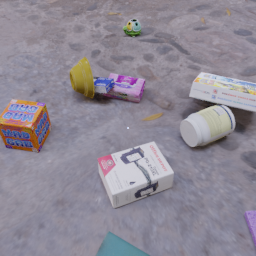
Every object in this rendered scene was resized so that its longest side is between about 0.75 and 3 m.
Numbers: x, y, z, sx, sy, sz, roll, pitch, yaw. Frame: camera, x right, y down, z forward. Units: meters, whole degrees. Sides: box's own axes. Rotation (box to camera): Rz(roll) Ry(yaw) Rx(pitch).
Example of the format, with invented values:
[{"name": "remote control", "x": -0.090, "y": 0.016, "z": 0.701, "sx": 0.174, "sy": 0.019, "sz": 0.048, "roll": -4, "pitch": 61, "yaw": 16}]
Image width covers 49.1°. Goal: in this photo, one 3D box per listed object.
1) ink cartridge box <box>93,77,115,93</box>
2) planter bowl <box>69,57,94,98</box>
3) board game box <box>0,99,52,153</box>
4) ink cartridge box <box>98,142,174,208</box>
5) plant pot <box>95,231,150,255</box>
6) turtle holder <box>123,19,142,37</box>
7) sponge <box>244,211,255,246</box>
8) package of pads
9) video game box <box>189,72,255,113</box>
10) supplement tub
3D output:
[{"name": "ink cartridge box", "x": -1.360, "y": -1.778, "z": 11.370, "sx": 1.499, "sy": 0.331, "sz": 0.705, "roll": 9, "pitch": 40, "yaw": 25}, {"name": "planter bowl", "x": -1.940, "y": -1.978, "z": 11.340, "sx": 0.708, "sy": 1.700, "sz": 1.700, "roll": -12, "pitch": 46, "yaw": -19}, {"name": "board game box", "x": -3.578, "y": -0.081, "z": 9.796, "sx": 1.252, "sy": 1.252, "sz": 1.253, "roll": 8, "pitch": 46, "yaw": 6}, {"name": "ink cartridge box", "x": 0.222, "y": 1.386, "z": 8.632, "sx": 1.964, "sy": 0.828, "sz": 1.421, "roll": -16, "pitch": 47, "yaw": -16}, {"name": "plant pot", "x": 0.207, "y": 3.659, "z": 5.867, "sx": 2.316, "sy": 1.637, "sz": 1.636, "roll": 21, "pitch": 49, "yaw": 11}, {"name": "turtle holder", "x": 0.214, "y": -5.638, "z": 15.682, "sx": 1.102, "sy": 0.783, "sz": 0.837, "roll": -6, "pitch": 46, "yaw": -6}, {"name": "sponge", "x": 3.798, "y": 2.962, "z": 7.486, "sx": 0.872, "sy": 0.233, "sz": 1.563, "roll": 0, "pitch": 45, "yaw": -1}, {"name": "package of pads", "x": -0.152, "y": -1.713, "z": 11.821, "sx": 1.655, "sy": 0.626, "sz": 0.997, "roll": 12, "pitch": 57, "yaw": 13}, {"name": "video game box", "x": 3.899, "y": -1.457, "z": 10.852, "sx": 2.617, "sy": 0.672, "sz": 2.872, "roll": 13, "pitch": 21, "yaw": 16}, {"name": "supplement tub", "x": 2.780, "y": -0.072, "z": 9.847, "sx": 1.613, "sy": 1.169, "sz": 1.169, "roll": -20, "pitch": 48, "yaw": -20}]
